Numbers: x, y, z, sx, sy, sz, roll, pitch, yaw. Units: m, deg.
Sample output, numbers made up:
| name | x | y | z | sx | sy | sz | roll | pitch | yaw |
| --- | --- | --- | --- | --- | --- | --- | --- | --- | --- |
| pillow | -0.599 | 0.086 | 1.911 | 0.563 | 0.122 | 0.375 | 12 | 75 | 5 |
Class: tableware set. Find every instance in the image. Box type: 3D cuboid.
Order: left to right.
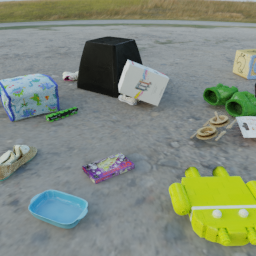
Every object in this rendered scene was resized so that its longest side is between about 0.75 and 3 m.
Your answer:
| name | x | y | z | sx | sy | sz | roll | pitch | yaw |
| --- | --- | --- | --- | --- | --- | --- | --- | --- | --- |
| tableware set | 3.285 | -0.108 | 10.791 | 1.194 | 0.362 | 1.806 | 5 | 30 | 45 |

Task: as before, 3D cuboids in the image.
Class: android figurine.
| name | x | y | z | sx | sy | sz | roll | pitch | yaw |
| --- | --- | --- | --- | --- | --- | --- | --- | --- | --- |
| android figurine | 2.396 | 1.927 | 7.291 | 2.547 | 0.575 | 2.798 | 0 | 25 | 0 |

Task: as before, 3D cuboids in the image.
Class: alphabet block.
| name | x | y | z | sx | sy | sz | roll | pitch | yaw |
| --- | --- | --- | --- | --- | --- | --- | --- | --- | --- |
| alphabet block | 7.936 | -4.109 | 17.919 | 1.585 | 1.577 | 1.615 | -6 | 27 | -15 |

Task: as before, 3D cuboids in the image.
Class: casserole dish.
| name | x | y | z | sx | sy | sz | roll | pitch | yaw |
| --- | --- | --- | --- | --- | --- | --- | --- | --- | --- |
| casserole dish | -1.776 | 2.101 | 7.211 | 1.598 | 0.310 | 0.968 | 11 | 29 | 21 |

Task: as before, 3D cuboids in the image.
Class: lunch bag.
| name | x | y | z | sx | sy | sz | roll | pitch | yaw |
| --- | --- | --- | --- | --- | --- | --- | --- | --- | --- |
| lunch bag | -4.701 | -1.656 | 13.002 | 2.275 | 1.705 | 2.676 | -17 | 41 | -29 |

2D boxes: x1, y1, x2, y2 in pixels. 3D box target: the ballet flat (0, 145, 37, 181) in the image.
| name | x | y | z | sx | sy | sz | roll | pitch | yaw |
| --- | --- | --- | --- | --- | --- | --- | --- | --- | --- |
| ballet flat | -3.634 | 0.936 | 9.104 | 0.691 | 0.640 | 1.960 | 6 | 27 | 14 |

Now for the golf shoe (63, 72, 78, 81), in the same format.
| name | x | y | z | sx | sy | sz | roll | pitch | yaw |
| --- | --- | --- | --- | --- | --- | --- | --- | --- | --- |
| golf shoe | -3.306 | -3.123 | 17.256 | 1.457 | 0.549 | 0.667 | -2 | 43 | 0 |

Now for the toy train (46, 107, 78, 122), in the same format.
| name | x | y | z | sx | sy | sz | roll | pitch | yaw |
| --- | --- | --- | --- | --- | --- | --- | --- | --- | --- |
| toy train | -2.946 | -0.636 | 12.548 | 1.575 | 0.329 | 0.444 | -24 | 26 | -39 |

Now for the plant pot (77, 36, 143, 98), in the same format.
| name | x | y | z | sx | sy | sz | roll | pitch | yaw |
| --- | --- | --- | --- | --- | --- | --- | --- | --- | --- |
| plant pot | -0.961 | -3.624 | 15.801 | 2.981 | 2.651 | 2.988 | 17 | 33 | 31 |

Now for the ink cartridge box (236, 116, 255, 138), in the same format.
| name | x | y | z | sx | sy | sz | roll | pitch | yaw |
| --- | --- | --- | --- | --- | --- | --- | --- | --- | --- |
| ink cartridge box | 5.378 | 0.147 | 10.834 | 2.094 | 0.495 | 1.676 | 1 | 30 | 9 |

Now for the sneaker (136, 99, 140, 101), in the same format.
| name | x | y | z | sx | sy | sz | roll | pitch | yaw |
| --- | --- | --- | --- | --- | --- | --- | --- | --- | --- |
| sneaker | 0.527 | -1.718 | 14.568 | 0.501 | 0.345 | 0.900 | -20 | 37 | -23 |

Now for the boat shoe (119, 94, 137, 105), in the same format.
| name | x | y | z | sx | sy | sz | roll | pitch | yaw |
| --- | --- | --- | --- | --- | --- | --- | --- | --- | --- |
| boat shoe | -0.037 | -1.588 | 14.044 | 0.501 | 0.578 | 1.355 | -14 | 26 | -28 |

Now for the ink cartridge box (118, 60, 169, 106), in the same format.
| name | x | y | z | sx | sy | sz | roll | pitch | yaw |
| --- | --- | --- | --- | --- | --- | --- | --- | --- | --- |
| ink cartridge box | 0.674 | -2.170 | 13.334 | 1.995 | 1.443 | 1.450 | 19 | 19 | -10 |

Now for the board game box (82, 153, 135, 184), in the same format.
| name | x | y | z | sx | sy | sz | roll | pitch | yaw |
| --- | --- | --- | --- | --- | --- | --- | --- | --- | --- |
| board game box | -0.622 | 1.258 | 8.978 | 1.456 | 0.235 | 0.874 | -17 | 36 | -31 |

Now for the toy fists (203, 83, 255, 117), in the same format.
| name | x | y | z | sx | sy | sz | roll | pitch | yaw |
| --- | --- | --- | --- | --- | --- | --- | --- | --- | --- |
| toy fists | 4.899 | -1.334 | 13.009 | 1.428 | 0.963 | 2.802 | -6 | 28 | -29 |
